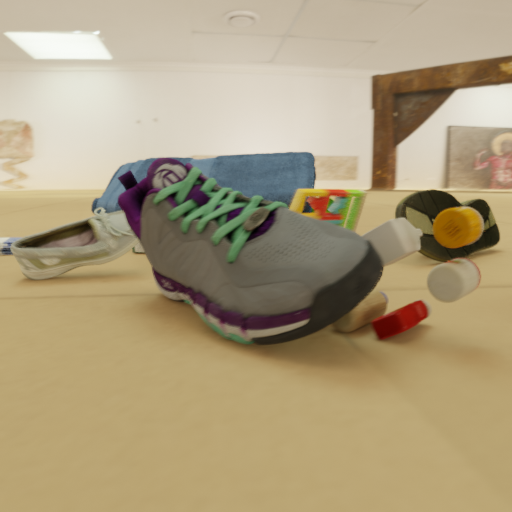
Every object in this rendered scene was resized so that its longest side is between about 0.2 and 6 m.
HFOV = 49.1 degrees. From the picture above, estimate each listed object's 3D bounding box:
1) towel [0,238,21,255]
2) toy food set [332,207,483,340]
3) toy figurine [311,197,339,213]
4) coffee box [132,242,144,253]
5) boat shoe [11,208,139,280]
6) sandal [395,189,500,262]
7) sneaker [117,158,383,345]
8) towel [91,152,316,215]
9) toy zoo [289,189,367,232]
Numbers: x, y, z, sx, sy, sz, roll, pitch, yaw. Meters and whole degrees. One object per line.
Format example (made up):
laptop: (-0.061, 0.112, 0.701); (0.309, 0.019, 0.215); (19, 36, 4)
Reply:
towel: (-5.174, -0.179, 10.161); (2.079, 0.248, 1.527); (-1, 6, -20)
toy food set: (1.307, 0.194, 5.077); (1.853, 0.884, 0.834); (-33, -14, 37)
toy figurine: (1.617, -0.858, 13.698); (1.172, 0.880, 1.079); (-23, -13, 18)
coffee box: (-1.479, -0.226, 10.150); (1.344, 0.296, 0.827); (2, 11, 8)
boat shoe: (-2.371, -0.238, 7.637); (1.790, 0.574, 0.660); (-19, 53, -13)
sandal: (3.242, -0.426, 9.605); (2.950, 1.171, 0.842); (0, -12, -45)
sneaker: (-0.429, -0.207, 5.216); (1.276, 1.501, 3.429); (-43, 25, -25)
towel: (-0.992, -1.262, 11.996); (4.590, 1.114, 2.563); (-1, 36, 11)
toy zoo: (1.180, -0.680, 10.351); (1.743, 1.143, 0.178); (-3, 29, -30)
